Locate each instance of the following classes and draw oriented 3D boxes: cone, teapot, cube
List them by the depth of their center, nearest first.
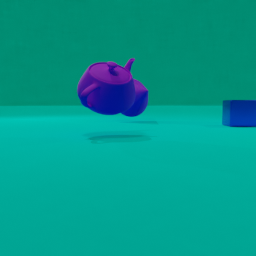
[{"bbox_3d":[-0.367,-0.904,5.677,1.198,0.943,1.926,27,38,15],"label":"teapot"},{"bbox_3d":[3.275,-0.440,8.256,0.765,0.765,0.765,0,5,1],"label":"cube"},{"bbox_3d":[0.378,-1.183,9.851,1.468,1.468,1.474,-2,-2,-22],"label":"cone"}]
